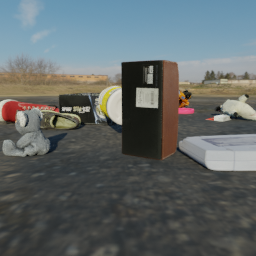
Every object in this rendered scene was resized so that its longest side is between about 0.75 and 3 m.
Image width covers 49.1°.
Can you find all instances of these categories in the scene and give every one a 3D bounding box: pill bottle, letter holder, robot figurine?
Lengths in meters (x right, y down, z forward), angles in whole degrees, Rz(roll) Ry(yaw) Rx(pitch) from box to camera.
[{"bbox_3d":[-0.336,-0.809,9.296,1.137,1.137,1.990,-3,12,-16],"label":"pill bottle"},{"bbox_3d":[0.714,-0.501,6.991,1.111,2.208,1.570,6,11,33],"label":"letter holder"},{"bbox_3d":[2.689,-1.706,16.938,2.043,0.820,2.818,-23,-21,32],"label":"robot figurine"}]

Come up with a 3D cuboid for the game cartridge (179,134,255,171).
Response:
[{"bbox_3d":[2.631,0.507,6.285,2.531,0.517,1.685,-2,5,-10],"label":"game cartridge"}]

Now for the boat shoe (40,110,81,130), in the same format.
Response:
[{"bbox_3d":[-2.801,-0.283,10.483,2.020,0.722,0.664,4,4,-4],"label":"boat shoe"}]

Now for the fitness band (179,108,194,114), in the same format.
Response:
[{"bbox_3d":[3.234,-1.025,16.753,1.397,0.261,1.003,-1,9,1],"label":"fitness band"}]

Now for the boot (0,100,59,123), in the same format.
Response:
[{"bbox_3d":[-4.345,-0.741,12.687,2.042,1.025,2.831,3,6,13],"label":"boot"}]

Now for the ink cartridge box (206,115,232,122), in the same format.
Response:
[{"bbox_3d":[4.371,-0.503,13.469,0.890,0.223,1.025,11,14,40],"label":"ink cartridge box"}]

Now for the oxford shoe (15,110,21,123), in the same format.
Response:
[{"bbox_3d":[-3.660,-0.450,11.508,1.981,0.722,0.706,0,9,-1],"label":"oxford shoe"}]

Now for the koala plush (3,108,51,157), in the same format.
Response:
[{"bbox_3d":[-2.404,0.074,6.875,1.021,1.111,0.986,3,8,15],"label":"koala plush"}]

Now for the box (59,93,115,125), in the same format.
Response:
[{"bbox_3d":[-1.501,-0.978,13.113,2.393,1.259,2.923,2,9,12],"label":"box"}]

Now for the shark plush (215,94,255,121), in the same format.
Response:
[{"bbox_3d":[5.162,-0.743,13.886,1.092,1.191,2.622,36,-19,-20],"label":"shark plush"}]
